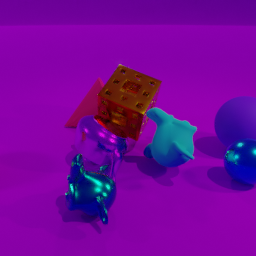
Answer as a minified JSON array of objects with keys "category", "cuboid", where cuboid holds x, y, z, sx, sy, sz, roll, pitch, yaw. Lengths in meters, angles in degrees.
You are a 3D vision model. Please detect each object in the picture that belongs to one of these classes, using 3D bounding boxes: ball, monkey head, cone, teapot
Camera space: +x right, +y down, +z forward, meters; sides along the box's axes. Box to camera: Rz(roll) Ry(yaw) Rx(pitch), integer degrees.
[{"category":"ball","cuboid":[2.348,0.654,5.498,0.902,0.902,0.902,0,22,0]},{"category":"ball","cuboid":[2.736,-0.090,6.636,1.327,1.327,1.327,0,22,0]},{"category":"monkey head","cuboid":[0.777,0.228,5.794,1.201,1.006,1.669,33,-17,-18]},{"category":"monkey head","cuboid":[-0.588,0.931,4.659,0.844,1.007,1.400,6,27,-6]},{"category":"cone","cuboid":[-1.180,-0.415,8.267,1.600,1.594,1.594,-27,23,3]},{"category":"teapot","cuboid":[-0.610,0.371,6.144,1.241,0.978,1.996,23,16,-45]}]

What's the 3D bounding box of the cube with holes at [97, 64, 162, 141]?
[{"category":"cube with holes","cuboid":[0.015,-0.598,6.723,1.107,1.107,1.107,24,57,10]}]
